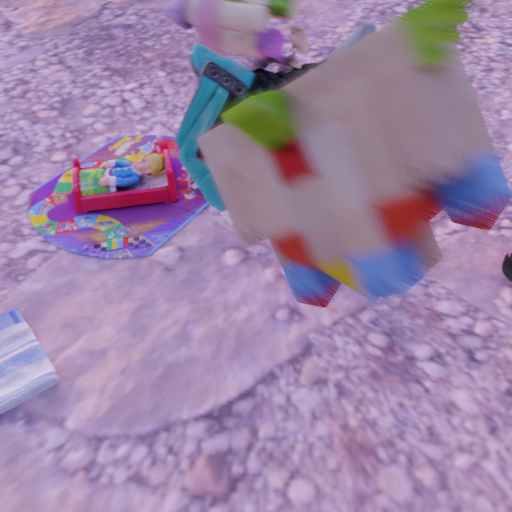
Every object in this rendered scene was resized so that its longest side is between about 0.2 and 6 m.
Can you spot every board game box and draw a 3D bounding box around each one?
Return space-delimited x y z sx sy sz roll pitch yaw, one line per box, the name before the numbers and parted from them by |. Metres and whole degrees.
board game box | -2.274 -1.505 10.071 2.981 0.735 3.773 24 47 23

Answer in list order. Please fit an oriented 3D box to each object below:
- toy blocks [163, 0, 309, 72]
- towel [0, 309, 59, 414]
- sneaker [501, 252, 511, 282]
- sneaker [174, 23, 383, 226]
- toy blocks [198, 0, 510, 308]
toy blocks | -0.399 -4.404 9.311 2.213 2.457 2.629 13 0 19
towel | -3.397 1.387 7.326 1.150 0.186 1.565 -26 48 -27
sneaker | 4.605 0.308 8.117 0.784 0.730 1.817 -29 51 -29
sneaker | 0.086 -2.160 7.148 3.181 1.921 1.330 -49 15 1
toy blocks | 0.903 -0.597 5.283 3.241 2.216 1.620 -18 8 45
